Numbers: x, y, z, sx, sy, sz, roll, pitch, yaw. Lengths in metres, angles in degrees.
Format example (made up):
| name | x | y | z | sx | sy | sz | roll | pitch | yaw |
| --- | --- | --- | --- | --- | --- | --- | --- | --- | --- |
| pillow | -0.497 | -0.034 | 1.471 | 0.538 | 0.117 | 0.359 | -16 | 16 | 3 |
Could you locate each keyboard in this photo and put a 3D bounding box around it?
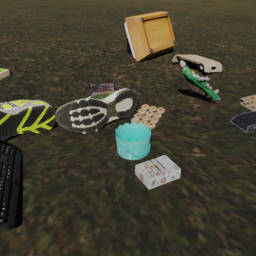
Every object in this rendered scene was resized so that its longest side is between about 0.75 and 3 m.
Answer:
| name | x | y | z | sx | sy | sz | roll | pitch | yaw |
| --- | --- | --- | --- | --- | --- | --- | --- | --- | --- |
| keyboard | -3.007 | 0.869 | 5.989 | 1.507 | 0.574 | 2.895 | 21 | 17 | -27 |

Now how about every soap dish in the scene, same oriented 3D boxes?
| name | x | y | z | sx | sy | sz | roll | pitch | yaw |
| --- | --- | --- | --- | --- | --- | --- | --- | --- | --- |
| soap dish | 1.251 | -4.841 | 14.519 | 2.753 | 2.166 | 1.118 | -28 | 19 | -38 |

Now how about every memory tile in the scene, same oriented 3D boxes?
| name | x | y | z | sx | sy | sz | roll | pitch | yaw |
| --- | --- | --- | --- | --- | --- | --- | --- | --- | --- |
| memory tile | 0.650 | -0.401 | 9.090 | 0.835 | 0.091 | 1.090 | 15 | 44 | 22 |

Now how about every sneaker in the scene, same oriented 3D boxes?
| name | x | y | z | sx | sy | sz | roll | pitch | yaw |
| --- | --- | --- | --- | --- | --- | --- | --- | --- | --- |
| sneaker | -3.639 | -0.244 | 8.239 | 2.918 | 1.100 | 1.115 | -5 | 23 | -28 |
| sneaker | -1.082 | -0.616 | 8.924 | 2.859 | 1.099 | 1.267 | -17 | 24 | -36 |

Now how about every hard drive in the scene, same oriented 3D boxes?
| name | x | y | z | sx | sy | sz | roll | pitch | yaw |
| --- | --- | --- | --- | --- | --- | --- | --- | --- | --- |
| hard drive | 3.949 | -0.224 | 8.793 | 1.219 | 0.258 | 0.822 | -12 | 33 | -19 |

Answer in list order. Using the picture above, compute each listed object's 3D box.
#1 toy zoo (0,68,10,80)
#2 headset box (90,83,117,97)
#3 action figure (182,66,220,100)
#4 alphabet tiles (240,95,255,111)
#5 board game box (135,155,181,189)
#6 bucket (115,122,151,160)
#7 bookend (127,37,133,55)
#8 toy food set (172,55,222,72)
| name | x | y | z | sx | sy | sz | roll | pitch | yaw |
| --- | --- | --- | --- | --- | --- | --- | --- | --- | --- |
| toy zoo | -6.850 | -2.293 | 12.182 | 2.723 | 0.279 | 1.787 | 10 | 33 | 16 |
| headset box | -0.919 | -1.388 | 10.600 | 0.995 | 0.373 | 0.739 | -2 | 31 | -4 |
| action figure | 2.394 | -1.581 | 9.455 | 1.717 | 0.470 | 1.014 | 27 | 6 | -38 |
| alphabet tiles | 5.049 | -0.858 | 10.040 | 1.835 | 0.058 | 1.527 | -13 | 33 | -20 |
| board game box | 0.709 | 1.040 | 6.697 | 0.885 | 0.284 | 0.653 | -14 | 33 | -24 |
| bucket | 0.141 | 0.356 | 7.480 | 0.985 | 0.641 | 0.985 | 0 | 32 | 0 |
| bookend | 0.734 | -4.846 | 15.224 | 1.489 | 1.498 | 0.690 | -20 | 36 | -28 |
| toy food set | 3.254 | -2.989 | 13.184 | 1.406 | 0.592 | 1.959 | -11 | 32 | -40 |
